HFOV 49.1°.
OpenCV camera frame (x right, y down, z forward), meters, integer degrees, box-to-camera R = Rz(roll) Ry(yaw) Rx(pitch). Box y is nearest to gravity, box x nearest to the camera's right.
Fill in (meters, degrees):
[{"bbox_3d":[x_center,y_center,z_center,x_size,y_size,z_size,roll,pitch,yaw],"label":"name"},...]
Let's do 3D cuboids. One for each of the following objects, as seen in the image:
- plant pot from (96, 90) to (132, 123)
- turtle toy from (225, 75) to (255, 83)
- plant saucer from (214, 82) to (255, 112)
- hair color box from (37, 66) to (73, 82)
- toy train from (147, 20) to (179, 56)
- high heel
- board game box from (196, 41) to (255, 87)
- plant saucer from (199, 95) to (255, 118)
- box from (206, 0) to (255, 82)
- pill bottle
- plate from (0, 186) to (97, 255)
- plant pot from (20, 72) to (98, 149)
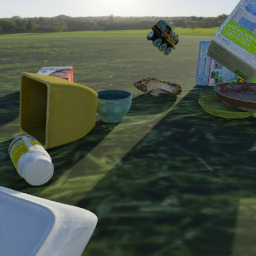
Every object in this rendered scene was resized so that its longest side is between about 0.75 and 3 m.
[{"bbox_3d":[-0.503,-0.671,8.981,1.259,0.843,1.259,0,23,0],"label":"plant pot"},{"bbox_3d":[4.953,-1.979,12.115,1.358,0.687,0.990,-12,40,-25],"label":"turtle toy"},{"bbox_3d":[4.424,-1.057,9.651,2.888,0.463,2.888,1,23,0],"label":"plant saucer"},{"bbox_3d":[-3.278,-2.143,12.585,1.478,0.852,2.664,-2,24,-7],"label":"hair color box"},{"bbox_3d":[1.318,-3.255,10.189,1.510,0.861,0.643,16,32,-54],"label":"toy train"},{"bbox_3d":[1.280,-1.712,11.685,1.880,0.671,1.340,1,14,-22],"label":"high heel"},{"bbox_3d":[4.565,-2.877,12.786,2.693,2.037,0.493,7,19,16],"label":"board game box"},{"bbox_3d":[3.522,-0.745,9.862,2.053,0.319,2.053,1,22,0],"label":"plant saucer"},{"bbox_3d":[2.940,-2.346,6.118,1.275,2.267,1.149,38,5,9],"label":"box"},{"bbox_3d":[-2.043,0.670,5.912,0.689,0.689,1.206,-13,26,-29],"label":"pill bottle"},{"bbox_3d":[-2.016,1.556,3.297,2.569,0.416,2.574,13,35,14],"label":"plate"},{"bbox_3d":[-1.827,-0.570,7.801,1.742,1.691,1.703,-7,21,-41],"label":"plant pot"}]
